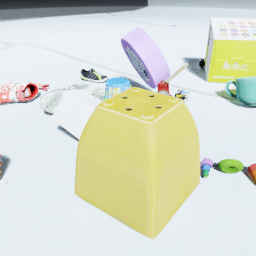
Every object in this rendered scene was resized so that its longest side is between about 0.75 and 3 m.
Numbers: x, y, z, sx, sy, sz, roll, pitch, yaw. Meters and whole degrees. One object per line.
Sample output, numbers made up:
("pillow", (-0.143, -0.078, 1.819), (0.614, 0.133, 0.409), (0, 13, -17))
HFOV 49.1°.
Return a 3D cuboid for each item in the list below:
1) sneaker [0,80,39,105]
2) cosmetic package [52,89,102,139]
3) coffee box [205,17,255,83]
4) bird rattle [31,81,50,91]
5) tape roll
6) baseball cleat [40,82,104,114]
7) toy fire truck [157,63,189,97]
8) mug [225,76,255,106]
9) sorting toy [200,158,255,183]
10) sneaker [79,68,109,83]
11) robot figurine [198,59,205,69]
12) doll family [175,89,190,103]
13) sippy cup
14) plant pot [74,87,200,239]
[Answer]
("sneaker", (-5.036, -1.417, 11.629), (1.423, 0.887, 2.655), (11, 27, 38))
("cosmetic package", (-1.433, -0.439, 9.004), (1.344, 1.109, 1.108), (34, 19, 14))
("coffee box", (5.283, -3.873, 14.096), (2.437, 2.440, 2.413), (4, 44, 8))
("bird rattle", (-4.197, -1.994, 13.249), (0.942, 0.531, 0.768), (-7, 14, -17))
("tape roll", (0.668, -2.666, 10.844), (0.757, 2.307, 2.307), (-36, 36, -3))
("baseball cleat", (-2.460, -1.263, 11.591), (2.946, 1.027, 1.568), (-13, 25, -41))
("toy fire truck", (1.361, -1.068, 9.651), (1.362, 2.116, 1.863), (1, 31, 11))
("mug", (5.173, -1.543, 11.614), (1.506, 1.133, 1.833), (-9, 10, -18))
("sorting toy", (2.885, 1.265, 7.498), (1.890, 0.655, 0.651), (7, 54, 9))
("sneaker", (-1.765, -2.719, 14.291), (1.604, 0.664, 0.575), (7, 30, 13))
("robot figurine", (4.437, -3.675, 16.096), (0.883, 0.663, 0.551), (29, 67, 39))
("doll family", (2.347, -1.438, 12.363), (0.570, 0.387, 0.986), (11, 26, 27))
("sippy cup", (-0.403, -1.306, 11.186), (1.340, 1.250, 1.706), (-5, 30, -8))
("plant pot", (0.293, 0.488, 6.731), (2.456, 2.513, 2.440), (21, 35, 31))
